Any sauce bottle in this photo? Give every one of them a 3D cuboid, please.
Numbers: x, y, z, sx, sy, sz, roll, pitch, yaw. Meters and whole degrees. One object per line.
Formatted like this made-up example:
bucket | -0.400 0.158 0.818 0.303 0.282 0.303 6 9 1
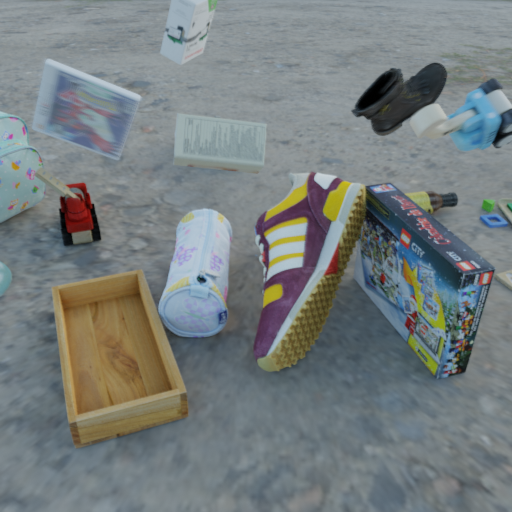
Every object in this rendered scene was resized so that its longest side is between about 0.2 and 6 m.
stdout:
sauce bottle | 3.285 -1.041 11.113 1.465 0.474 0.474 -8 34 -10

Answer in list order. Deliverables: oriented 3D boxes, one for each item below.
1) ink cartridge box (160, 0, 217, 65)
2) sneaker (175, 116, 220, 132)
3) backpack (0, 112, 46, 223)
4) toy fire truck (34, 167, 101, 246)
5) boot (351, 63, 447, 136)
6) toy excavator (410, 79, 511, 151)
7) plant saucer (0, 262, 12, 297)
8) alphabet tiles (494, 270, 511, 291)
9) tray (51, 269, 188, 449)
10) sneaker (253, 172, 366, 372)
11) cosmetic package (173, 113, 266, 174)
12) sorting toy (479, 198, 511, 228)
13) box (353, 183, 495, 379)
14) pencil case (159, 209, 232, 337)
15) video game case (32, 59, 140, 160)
ink cartridge box | -1.298 -4.464 10.825 0.532 1.261 0.921 32 44 7
sneaker | -0.994 -2.965 13.591 2.481 1.017 0.927 24 40 32
backpack | -5.104 -1.734 10.672 1.615 2.107 1.852 17 36 25
toy fire truck | -3.432 -1.041 10.227 0.916 1.423 1.253 -10 34 -16
boot | 2.721 -3.075 10.448 0.673 1.944 1.692 50 12 19
toy excavator | 2.834 -1.806 7.700 1.454 1.413 0.726 -27 71 5
plant saucer | -4.876 0.430 9.063 1.694 0.232 1.694 1 33 0
alphabet tiles | 5.572 0.589 8.934 2.579 0.097 2.155 -14 35 -19
tray | -1.933 1.224 7.586 1.357 0.510 2.752 -11 35 -17
sneaker | 0.471 0.142 7.992 1.376 1.145 3.055 18 64 24
cosmetic package | -0.401 -1.204 6.071 0.962 0.497 0.420 6 -4 -10
sorting toy | 5.494 -0.855 10.987 2.165 0.295 1.219 2 33 3
box | 2.220 0.253 7.960 0.470 1.703 2.493 -9 34 -16
pencil case | -0.881 0.193 8.658 0.972 1.061 2.339 0 32 0
video game case | -2.939 -2.453 9.627 1.563 1.424 0.180 18 45 -17
